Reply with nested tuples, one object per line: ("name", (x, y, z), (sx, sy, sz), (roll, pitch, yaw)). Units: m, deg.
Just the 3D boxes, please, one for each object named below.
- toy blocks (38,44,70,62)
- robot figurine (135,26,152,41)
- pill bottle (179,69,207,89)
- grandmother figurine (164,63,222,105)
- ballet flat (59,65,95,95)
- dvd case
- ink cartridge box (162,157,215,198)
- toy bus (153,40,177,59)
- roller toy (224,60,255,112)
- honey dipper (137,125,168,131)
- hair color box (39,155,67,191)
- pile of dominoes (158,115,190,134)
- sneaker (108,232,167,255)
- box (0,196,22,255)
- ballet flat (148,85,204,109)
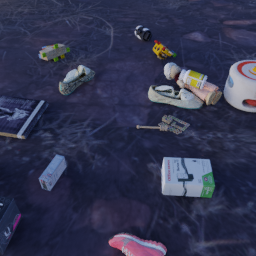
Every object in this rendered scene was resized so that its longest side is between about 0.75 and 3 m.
("toy blocks", (-4.174, -4.149, 15.146), (1.136, 0.830, 1.662), (23, 45, 39))
("robot figurine", (0.910, -5.604, 16.673), (0.732, 0.882, 1.173), (-37, 52, -12))
("pill bottle", (2.733, -2.084, 11.804), (1.058, 0.595, 0.595), (24, 47, 14))
("grandmother figurine", (2.788, -2.083, 12.605), (2.918, 0.884, 1.769), (41, 22, 31))
("ballet flat", (-2.320, -2.403, 13.050), (0.783, 0.869, 2.307), (24, 47, 24))
("dvd case", (-5.085, -0.559, 11.503), (2.948, 0.235, 2.192), (8, 43, 8))
("ink cartridge box", (1.858, 1.550, 8.896), (1.521, 0.632, 1.115), (2, 42, 2))
("toy bus", (1.849, -4.023, 14.945), (1.259, 0.689, 1.334), (41, 23, 7))
("roller toy", (5.317, -1.849, 11.883), (2.119, 1.623, 2.323), (-28, 49, -27))
("honey dipper", (0.934, -0.020, 10.939), (1.203, 0.228, 0.228), (3, 43, 6))
("hair color box", (-2.423, 1.440, 9.101), (0.324, 0.529, 1.069), (13, 44, 14))
("pile of dominoes", (1.825, -0.180, 11.144), (1.036, 0.165, 0.807), (27, 49, 27))
("sneaker", (0.199, 3.176, 7.182), (1.537, 0.567, 0.667), (9, 44, 10))
("box", (-4.112, 2.492, 7.575), (1.939, 1.029, 1.185), (8, 43, 8))
("ballet flat", (2.053, -1.364, 11.998), (2.427, 0.757, 0.819), (8, 43, 9))
